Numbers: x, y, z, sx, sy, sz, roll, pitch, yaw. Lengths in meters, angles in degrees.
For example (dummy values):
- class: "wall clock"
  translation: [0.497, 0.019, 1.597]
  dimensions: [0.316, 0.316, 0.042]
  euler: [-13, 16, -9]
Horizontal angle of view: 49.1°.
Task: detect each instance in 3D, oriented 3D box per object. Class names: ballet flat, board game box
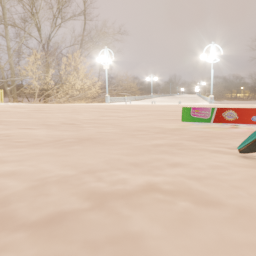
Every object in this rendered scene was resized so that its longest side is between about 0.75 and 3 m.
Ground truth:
- class: "ballet flat"
  translation: [1.985, 0.009, 3.656]
  dimensions: [0.457, 1.336, 0.454]
  euler: [42, 44, 16]
- class: "board game box"
  translation: [2.787, -0.298, 7.990]
  dimensions: [2.137, 0.431, 1.635]
  euler: [3, 0, 26]
